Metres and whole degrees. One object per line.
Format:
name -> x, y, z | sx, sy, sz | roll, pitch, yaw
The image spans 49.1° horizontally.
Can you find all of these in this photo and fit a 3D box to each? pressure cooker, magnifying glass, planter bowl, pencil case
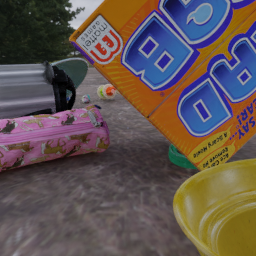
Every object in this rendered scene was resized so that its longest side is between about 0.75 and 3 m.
pressure cooker -> -2.364, -0.662, 6.931 | 2.163, 1.932, 1.903 | -9, 14, -27
magnifying glass -> 1.753, 0.275, 6.452 | 1.103, 0.310, 2.772 | 6, 17, 26
planter bowl -> 1.579, 1.016, 2.172 | 2.371, 0.988, 2.371 | -6, 10, 1
pencil case -> -1.676, 0.187, 5.371 | 2.643, 1.143, 1.094 | -10, 41, -31

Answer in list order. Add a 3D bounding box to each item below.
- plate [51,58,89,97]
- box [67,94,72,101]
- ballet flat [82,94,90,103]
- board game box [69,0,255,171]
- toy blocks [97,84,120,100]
plate -> -2.542, -1.354, 9.029 | 2.892, 0.369, 2.892 | -36, -7, -5
box -> -3.282, -1.535, 13.097 | 1.415, 0.496, 0.455 | 3, 15, 10
ballet flat -> -1.910, -1.311, 12.685 | 0.362, 0.351, 1.016 | -21, 17, -2
board game box -> 1.009, -1.578, 5.146 | 2.962, 2.960, 2.959 | -45, 19, 4
toy blocks -> -0.341, -1.829, 12.743 | 1.607, 0.700, 1.928 | -23, 12, -27
